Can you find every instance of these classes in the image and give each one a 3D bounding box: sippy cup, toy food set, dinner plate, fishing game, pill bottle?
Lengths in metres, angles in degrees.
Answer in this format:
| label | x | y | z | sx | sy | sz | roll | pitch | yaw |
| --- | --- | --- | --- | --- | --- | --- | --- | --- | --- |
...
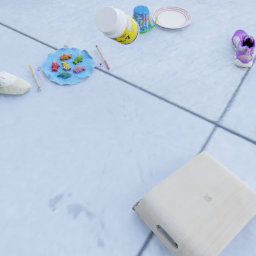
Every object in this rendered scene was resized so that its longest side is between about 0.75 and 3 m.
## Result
| label | x | y | z | sx | sy | sz | roll | pitch | yaw |
| --- | --- | --- | --- | --- | --- | --- | --- | --- | --- |
| sippy cup | 0.575 | -4.841 | 12.357 | 1.252 | 0.918 | 0.983 | -19 | 55 | -13 |
| toy food set | 1.955 | 2.042 | 7.371 | 2.916 | 0.881 | 2.092 | -29 | 58 | -30 |
| dinner plate | 2.031 | -5.097 | 12.992 | 1.805 | 0.219 | 1.805 | 0 | 52 | 0 |
| fishing game | -2.323 | -2.562 | 10.967 | 2.957 | 0.460 | 2.117 | -18 | 58 | -13 |
| pill bottle | -0.336 | -3.366 | 9.260 | 0.941 | 0.941 | 1.647 | 29 | 15 | 20 |

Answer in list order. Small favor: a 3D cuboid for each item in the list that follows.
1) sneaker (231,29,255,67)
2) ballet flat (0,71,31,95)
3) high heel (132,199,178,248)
| label | x | y | z | sx | sy | sz | roll | pitch | yaw |
| --- | --- | --- | --- | --- | --- | --- | --- | --- | --- |
| sneaker | 4.719 | -3.431 | 11.303 | 0.846 | 0.930 | 2.103 | 5 | 52 | 6 |
| ballet flat | -4.744 | -1.725 | 10.135 | 2.384 | 0.743 | 0.804 | 8 | 54 | 6 |
| high heel | 0.792 | 2.531 | 7.109 | 1.193 | 0.598 | 1.674 | -12 | 51 | 0 |
